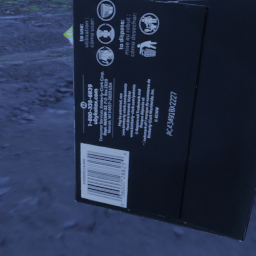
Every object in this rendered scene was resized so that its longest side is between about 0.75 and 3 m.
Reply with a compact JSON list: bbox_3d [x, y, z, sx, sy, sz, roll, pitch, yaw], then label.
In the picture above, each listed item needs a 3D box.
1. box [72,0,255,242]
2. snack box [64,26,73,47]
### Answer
[{"bbox_3d":[0.692,-0.453,3.588,1.742,2.082,2.803,9,20,16],"label":"box"},{"bbox_3d":[-0.235,-2.723,7.349,2.449,0.649,1.742,-45,60,-3],"label":"snack box"}]
